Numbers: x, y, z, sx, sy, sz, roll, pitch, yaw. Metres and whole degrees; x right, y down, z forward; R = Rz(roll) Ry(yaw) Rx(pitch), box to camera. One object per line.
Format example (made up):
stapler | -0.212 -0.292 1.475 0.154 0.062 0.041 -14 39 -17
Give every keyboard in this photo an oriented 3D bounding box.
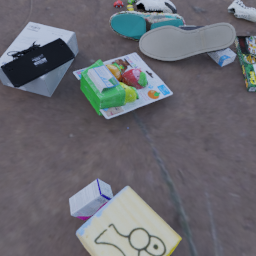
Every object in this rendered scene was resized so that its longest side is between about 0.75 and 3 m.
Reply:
keyboard | -2.551 -1.909 7.915 1.943 0.385 1.011 -34 87 -22

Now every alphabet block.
alphabet block | 0.008 2.238 5.456 1.372 1.380 1.405 -39 65 -20

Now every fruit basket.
fruit basket | -0.149 -1.359 8.034 2.230 1.045 2.065 -25 60 -19

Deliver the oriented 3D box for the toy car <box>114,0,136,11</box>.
toy car | 0.010 -4.833 10.788 0.918 0.205 0.864 31 62 18

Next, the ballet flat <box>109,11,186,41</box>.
ballet flat | 0.670 -3.537 9.680 2.596 0.982 0.830 4 27 -2

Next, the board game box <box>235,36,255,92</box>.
board game box | 4.232 -2.102 8.978 1.216 0.272 2.322 4 57 0

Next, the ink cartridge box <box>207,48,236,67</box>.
ink cartridge box | 3.006 -2.476 9.187 0.527 0.303 0.909 -26 61 -16

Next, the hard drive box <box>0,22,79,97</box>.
hard drive box | -2.746 -2.169 8.673 1.652 0.814 2.120 16 58 10

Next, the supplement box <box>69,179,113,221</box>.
supplement box | -0.795 1.553 6.040 0.868 0.439 0.449 -37 43 14

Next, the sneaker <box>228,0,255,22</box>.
sneaker | 4.244 -4.188 10.262 0.526 0.487 1.297 -37 60 -9

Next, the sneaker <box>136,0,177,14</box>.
sneaker | 1.035 -4.431 10.383 1.660 0.612 0.664 30 76 23

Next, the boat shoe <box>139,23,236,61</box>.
boat shoe | 1.872 -2.776 9.079 2.961 1.076 0.929 -2 12 15
